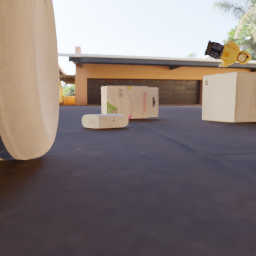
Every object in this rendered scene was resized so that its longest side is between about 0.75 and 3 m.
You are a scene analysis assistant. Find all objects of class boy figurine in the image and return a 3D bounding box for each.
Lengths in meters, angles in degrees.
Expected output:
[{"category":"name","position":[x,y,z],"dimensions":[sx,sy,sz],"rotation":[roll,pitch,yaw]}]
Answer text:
[{"category":"boy figurine","position":[3.149,-2.307,8.842],"dimensions":[1.433,0.891,0.462],"rotation":[18,27,2]}]

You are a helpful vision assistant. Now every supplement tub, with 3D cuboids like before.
[{"category":"supplement tub","position":[-2.330,-0.699,2.914],"dimensions":[2.984,2.163,2.163],"rotation":[-1,5,-8]}]

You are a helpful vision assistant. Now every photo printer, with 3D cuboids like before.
[{"category":"photo printer","position":[-0.554,-0.184,7.211],"dimensions":[1.001,0.347,0.832],"rotation":[-4,5,-40]}]

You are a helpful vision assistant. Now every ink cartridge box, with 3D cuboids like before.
[{"category":"ink cartridge box","position":[0.087,-1.014,11.084],"dimensions":[2.185,1.280,0.735],"rotation":[-2,5,-22]}]

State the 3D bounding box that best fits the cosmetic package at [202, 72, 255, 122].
[{"category":"cosmetic package","position":[3.783,-1.025,9.572],"dimensions":[1.906,1.585,1.595],"rotation":[-2,5,-25]}]
